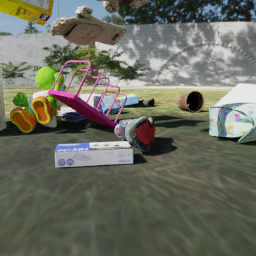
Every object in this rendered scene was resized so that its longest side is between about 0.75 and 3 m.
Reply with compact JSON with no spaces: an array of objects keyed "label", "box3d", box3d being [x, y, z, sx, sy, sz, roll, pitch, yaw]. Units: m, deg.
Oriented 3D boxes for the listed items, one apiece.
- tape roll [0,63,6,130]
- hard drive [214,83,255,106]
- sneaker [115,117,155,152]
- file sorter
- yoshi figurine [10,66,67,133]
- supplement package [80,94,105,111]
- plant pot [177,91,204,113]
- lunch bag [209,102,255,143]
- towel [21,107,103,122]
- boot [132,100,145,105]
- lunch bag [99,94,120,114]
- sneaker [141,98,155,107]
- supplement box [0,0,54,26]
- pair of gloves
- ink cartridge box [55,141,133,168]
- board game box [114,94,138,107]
[{"label":"tape roll","box3d":[-5.017,-0.880,7.875,2.842,1.952,2.842,0,11,0]},{"label":"hard drive","box3d":[4.376,-0.778,9.138,1.753,0.349,2.658,-39,32,-22]},{"label":"sneaker","box3d":[0.097,0.143,6.191,0.865,0.718,1.811,-3,0,12]},{"label":"file sorter","box3d":[-1.106,-1.015,8.355,1.302,1.175,1.873,15,-15,42]},{"label":"yoshi figurine","box3d":[-2.594,-1.072,8.511,1.505,1.499,2.677,21,26,-7]},{"label":"supplement package","box3d":[-1.510,-1.102,12.376,0.746,0.755,1.245,-7,13,-35]},{"label":"plant pot","box3d":[2.722,-1.143,12.434,0.950,0.950,0.940,-4,4,-21]},{"label":"lunch bag","box3d":[2.960,-0.155,6.801,1.317,0.943,1.546,-4,5,-23]},{"label":"towel","box3d":[-2.644,-0.581,10.796,2.836,0.338,2.083,5,10,18]},{"label":"boot","box3d":[0.546,-1.417,15.451,0.767,0.277,0.579,-8,11,-40]},{"label":"lunch bag","box3d":[-0.813,-1.058,11.719,0.659,0.876,0.412,-6,-27,-30]},{"label":"sneaker","box3d":[1.068,-1.343,14.649,0.445,0.423,1.122,3,10,27]},{"label":"supplement box","box3d":[-3.185,-3.884,8.013,1.960,1.067,1.074,11,-4,-29]},{"label":"pair of gloves","box3d":[-0.682,-3.046,7.171,2.177,0.449,2.561,-10,-17,-35]},{"label":"ink cartridge box","box3d":[-0.618,0.469,5.128,1.349,0.298,0.634,-2,10,-10]},{"label":"board game box","box3d":[-0.253,-1.429,14.591,1.362,0.359,1.780,-12,12,-5]}]
